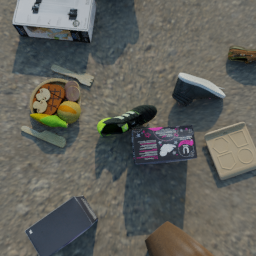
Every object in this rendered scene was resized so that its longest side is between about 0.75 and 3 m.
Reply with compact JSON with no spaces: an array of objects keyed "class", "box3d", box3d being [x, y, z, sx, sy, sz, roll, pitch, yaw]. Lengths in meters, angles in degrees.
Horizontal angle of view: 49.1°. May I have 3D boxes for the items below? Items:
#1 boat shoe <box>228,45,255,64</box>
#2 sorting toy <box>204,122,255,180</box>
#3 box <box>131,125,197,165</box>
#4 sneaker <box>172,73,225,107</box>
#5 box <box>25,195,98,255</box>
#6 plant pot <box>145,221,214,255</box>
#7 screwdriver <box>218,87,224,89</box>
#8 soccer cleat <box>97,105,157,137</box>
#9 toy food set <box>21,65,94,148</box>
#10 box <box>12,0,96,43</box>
[{"class":"boat shoe","box3d":[4.465,-2.608,10.330,1.529,0.550,0.520,12,82,12]},{"class":"sorting toy","box3d":[3.589,0.783,9.654,1.542,0.304,1.666,-18,82,-4]},{"class":"box","box3d":[1.113,0.599,9.165,1.920,1.269,1.102,-5,81,-1]},{"class":"sneaker","box3d":[2.433,-1.195,9.944,2.041,1.012,0.721,14,34,-23]},{"class":"box","box3d":[-1.900,2.915,8.433,1.658,1.645,1.022,-35,79,-7]},{"class":"plant pot","box3d":[1.473,3.882,8.275,1.885,1.885,2.016,-38,67,-8]},{"class":"screwdriver","box3d":[2.858,-1.591,10.221,1.380,0.201,0.192,12,78,6]},{"class":"soccer cleat","box3d":[0.016,-0.186,9.490,2.163,0.877,0.730,-19,116,-2]},{"class":"toy food set","box3d":[-2.532,-0.924,9.875,1.957,0.569,2.835,20,78,4]},{"class":"box","box3d":[-2.701,-4.226,10.506,2.779,0.836,1.621,5,77,1]}]
